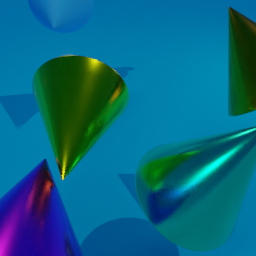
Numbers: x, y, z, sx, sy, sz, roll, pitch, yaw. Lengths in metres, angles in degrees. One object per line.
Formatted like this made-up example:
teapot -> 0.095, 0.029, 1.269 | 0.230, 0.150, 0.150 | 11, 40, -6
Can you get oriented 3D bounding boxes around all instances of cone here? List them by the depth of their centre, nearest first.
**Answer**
cone -> -0.938, 0.903, 2.647 | 1.547, 1.547, 1.553 | 0, 45, 0
cone -> 1.075, 0.419, 3.239 | 1.526, 1.531, 1.526 | 14, 49, -16
cone -> -0.668, 0.050, 3.416 | 1.309, 1.309, 1.314 | 2, 51, 2
cone -> 1.842, -1.151, 4.154 | 1.449, 1.449, 1.454 | -30, 92, -30
cone -> -1.589, -2.579, 6.320 | 1.580, 1.580, 1.586 | -3, 43, -3
